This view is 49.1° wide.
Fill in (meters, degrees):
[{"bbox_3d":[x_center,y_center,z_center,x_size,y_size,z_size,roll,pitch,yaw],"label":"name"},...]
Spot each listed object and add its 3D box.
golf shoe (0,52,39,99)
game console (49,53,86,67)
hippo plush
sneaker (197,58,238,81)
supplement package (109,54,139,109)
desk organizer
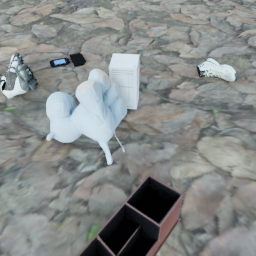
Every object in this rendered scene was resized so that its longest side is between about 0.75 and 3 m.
[{"bbox_3d":[-3.940,-1.816,9.685,1.222,1.005,2.586,-35,34,-5],"label":"golf shoe"},{"bbox_3d":[-2.425,-2.668,11.250,1.389,0.167,0.820,-16,45,-16],"label":"game console"},{"bbox_3d":[-1.193,-0.315,7.840,1.898,2.361,1.880,-10,11,25],"label":"hippo plush"},{"bbox_3d":[3.171,-1.977,10.305,0.917,0.602,1.595,-29,42,-16],"label":"sneaker"},{"bbox_3d":[-0.090,-1.472,8.924,0.880,1.547,0.847,4,43,5],"label":"supplement package"},{"bbox_3d":[0.009,2.193,5.341,0.940,1.009,2.621,27,49,26],"label":"desk organizer"}]
